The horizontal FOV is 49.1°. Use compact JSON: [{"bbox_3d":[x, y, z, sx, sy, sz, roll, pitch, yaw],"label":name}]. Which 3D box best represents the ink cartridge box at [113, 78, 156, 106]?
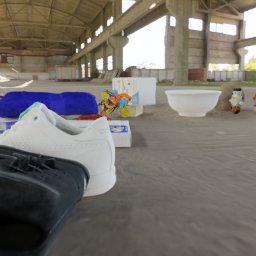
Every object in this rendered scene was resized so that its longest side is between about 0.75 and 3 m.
[{"bbox_3d":[0.338,-2.147,16.248,1.535,1.542,2.102,-10,13,-43],"label":"ink cartridge box"}]

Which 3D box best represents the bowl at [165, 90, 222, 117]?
[{"bbox_3d":[2.670,-1.034,11.622,2.271,1.021,2.271,0,11,0],"label":"bowl"}]

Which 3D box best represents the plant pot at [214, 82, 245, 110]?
[{"bbox_3d":[4.656,-1.415,13.480,1.178,1.357,1.357,-22,19,-24],"label":"plant pot"}]

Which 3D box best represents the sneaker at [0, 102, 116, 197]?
[{"bbox_3d":[-1.532,0.224,4.181,2.761,1.222,1.039,1,12,8],"label":"sneaker"}]

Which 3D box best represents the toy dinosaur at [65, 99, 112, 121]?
[{"bbox_3d":[-1.187,-0.297,9.642,1.484,0.779,1.347,-38,32,-16],"label":"toy dinosaur"}]

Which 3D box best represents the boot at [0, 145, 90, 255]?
[{"bbox_3d":[-1.355,0.535,2.436,1.906,0.759,2.312,0,-2,-2],"label":"boot"}]

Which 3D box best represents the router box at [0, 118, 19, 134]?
[{"bbox_3d":[-3.044,-0.142,8.347,1.788,0.437,1.605,-6,12,-30],"label":"router box"}]

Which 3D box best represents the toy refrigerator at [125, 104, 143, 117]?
[{"bbox_3d":[0.265,-0.769,11.833,0.462,0.426,1.217,3,10,16],"label":"toy refrigerator"}]

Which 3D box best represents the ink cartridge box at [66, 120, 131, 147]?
[{"bbox_3d":[-0.871,0.114,7.120,1.847,0.434,1.825,-2,12,-1],"label":"ink cartridge box"}]

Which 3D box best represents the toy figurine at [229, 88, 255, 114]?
[{"bbox_3d":[5.230,-1.104,12.213,1.548,1.077,1.524,5,17,19],"label":"toy figurine"}]

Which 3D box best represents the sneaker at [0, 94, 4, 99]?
[{"bbox_3d":[-4.364,-0.632,10.587,2.830,1.053,1.239,2,40,-15],"label":"sneaker"}]

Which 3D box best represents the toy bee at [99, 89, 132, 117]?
[{"bbox_3d":[-0.671,-0.981,11.179,2.079,1.130,1.361,17,27,-52],"label":"toy bee"}]

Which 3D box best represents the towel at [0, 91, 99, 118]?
[{"bbox_3d":[-2.411,-0.785,8.562,2.796,0.693,2.065,-4,10,-17],"label":"towel"}]
